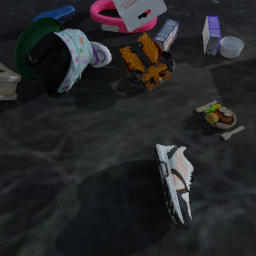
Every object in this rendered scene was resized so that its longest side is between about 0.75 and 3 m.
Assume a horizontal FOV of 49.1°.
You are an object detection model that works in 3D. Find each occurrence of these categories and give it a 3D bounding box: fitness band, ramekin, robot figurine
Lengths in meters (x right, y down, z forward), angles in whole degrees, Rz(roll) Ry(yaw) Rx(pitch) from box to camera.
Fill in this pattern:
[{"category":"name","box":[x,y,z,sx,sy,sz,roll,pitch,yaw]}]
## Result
[{"category":"fitness band","box":[-0.188,-4.820,11.832,2.838,0.531,2.038,8,51,5]},{"category":"ramekin","box":[3.802,-2.967,10.396,0.832,0.437,0.832,0,51,0]},{"category":"robot figurine","box":[0.642,-2.195,9.445,1.654,0.664,2.281,-32,54,8]}]

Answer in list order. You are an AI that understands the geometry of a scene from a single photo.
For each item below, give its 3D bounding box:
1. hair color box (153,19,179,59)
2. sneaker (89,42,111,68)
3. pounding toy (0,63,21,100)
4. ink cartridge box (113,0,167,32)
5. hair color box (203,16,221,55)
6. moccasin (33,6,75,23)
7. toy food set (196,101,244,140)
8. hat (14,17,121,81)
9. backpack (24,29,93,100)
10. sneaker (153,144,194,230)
[{"category":"hair color box","box":[1.393,-3.326,10.470,0.460,0.761,1.521,21,54,16]},{"category":"sneaker","box":[-0.975,-2.541,9.419,1.079,0.811,2.166,-18,23,-24]},{"category":"pounding toy","box":[-4.840,-1.635,9.154,2.877,1.650,1.645,32,29,12]},{"category":"ink cartridge box","box":[0.181,-4.343,8.460,1.424,2.445,0.825,-21,10,28]},{"category":"hair color box","box":[3.159,-3.509,10.600,0.467,0.788,1.442,7,52,4]},{"category":"moccasin","box":[-2.950,-4.393,11.457,1.778,0.606,0.716,-23,62,-15]},{"category":"toy food set","box":[2.784,-0.347,8.396,0.939,0.273,1.360,-25,55,-19]},{"category":"hat","box":[-1.845,-2.145,8.747,2.171,2.043,2.467,29,60,19]},{"category":"backpack","box":[-1.327,-1.347,5.503,1.105,1.324,0.838,49,45,-2]},{"category":"sneaker","box":[1.247,1.289,6.743,0.906,0.835,2.265,-4,52,-6]}]
